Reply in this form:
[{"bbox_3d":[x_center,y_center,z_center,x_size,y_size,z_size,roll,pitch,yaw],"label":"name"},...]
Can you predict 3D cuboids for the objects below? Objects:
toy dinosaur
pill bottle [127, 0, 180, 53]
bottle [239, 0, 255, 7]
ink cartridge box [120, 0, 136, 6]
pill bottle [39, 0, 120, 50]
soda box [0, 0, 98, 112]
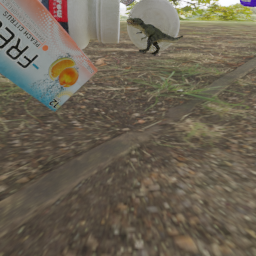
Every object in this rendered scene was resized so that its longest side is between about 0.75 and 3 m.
[{"bbox_3d":[0.425,-1.443,4.609,1.077,0.475,0.256,9,27,-31],"label":"toy dinosaur"},{"bbox_3d":[0.799,-3.141,8.615,1.435,1.435,2.592,3,20,5],"label":"pill bottle"},{"bbox_3d":[2.555,-3.279,5.554,0.576,1.763,0.736,23,78,27],"label":"bottle"},{"bbox_3d":[0.383,-3.985,7.023,1.836,0.770,1.612,-29,9,17],"label":"ink cartridge box"},{"bbox_3d":[-1.438,-2.330,5.511,2.559,1.530,1.530,2,25,-2],"label":"pill bottle"},{"bbox_3d":[-1.655,-1.435,3.495,1.026,3.000,0.954,-42,55,2],"label":"soda box"}]
